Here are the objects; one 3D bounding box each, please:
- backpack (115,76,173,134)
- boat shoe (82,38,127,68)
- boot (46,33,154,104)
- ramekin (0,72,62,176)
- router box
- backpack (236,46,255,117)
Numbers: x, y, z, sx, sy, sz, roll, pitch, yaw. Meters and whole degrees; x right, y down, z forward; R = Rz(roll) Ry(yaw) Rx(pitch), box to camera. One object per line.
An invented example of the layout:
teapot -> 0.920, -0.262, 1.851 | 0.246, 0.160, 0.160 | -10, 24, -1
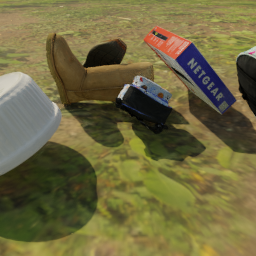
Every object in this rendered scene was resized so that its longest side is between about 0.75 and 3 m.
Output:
backpack -> 0.341, -0.642, 6.787 | 1.383, 1.065, 1.317 | 32, -6, -16
boat shoe -> -0.776, -2.209, 8.747 | 2.449, 0.927, 0.904 | -16, 35, 57
boot -> -0.638, -1.585, 7.610 | 2.680, 2.347, 0.886 | -2, 54, 2
ramekin -> -2.576, -0.146, 5.424 | 2.371, 1.104, 2.371 | -19, 30, 12
router box -> 1.696, -1.657, 7.841 | 0.575, 2.354, 2.113 | -45, 33, 9
backpack -> 3.583, -0.863, 6.066 | 1.954, 2.304, 2.596 | -29, 26, 0
